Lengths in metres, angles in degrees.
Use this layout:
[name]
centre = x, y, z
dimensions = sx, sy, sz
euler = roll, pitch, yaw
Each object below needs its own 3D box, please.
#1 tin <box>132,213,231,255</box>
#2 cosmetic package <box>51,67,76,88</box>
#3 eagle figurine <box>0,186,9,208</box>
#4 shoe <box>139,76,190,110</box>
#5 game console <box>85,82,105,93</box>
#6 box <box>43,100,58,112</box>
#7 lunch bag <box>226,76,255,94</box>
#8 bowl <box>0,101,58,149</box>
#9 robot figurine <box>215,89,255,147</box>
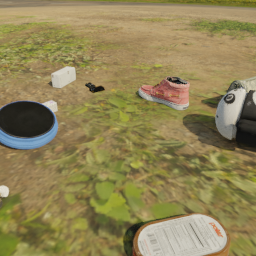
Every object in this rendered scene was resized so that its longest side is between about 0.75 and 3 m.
[tin]
centre = 1.123, 2.411, 5.856
dimensions = 2.106, 0.441, 1.179
euler = -8, 35, -14
[cosmetic package]
centre = -3.256, -2.595, 14.251
dimensions = 0.516, 0.708, 1.393
euler = 11, 32, 19
[eagle figurine]
centre = -3.383, 1.783, 6.815
dimensions = 0.658, 0.655, 0.868
euler = 15, 21, 6
[shoe]
centre = 1.554, -1.744, 12.270
dimensions = 2.609, 1.187, 0.932
euler = 26, 39, 37
[game console]
centre = -1.692, -2.028, 13.838
dimensions = 0.676, 0.138, 1.146
euler = -19, 36, -30
[box]
centre = -3.711, -0.576, 11.042
dimensions = 0.382, 0.409, 1.973
euler = 24, 39, 35
[lunch bag]
centre = 4.850, -1.377, 11.391
dimensions = 1.697, 1.424, 1.183
euler = -16, 33, -26
[bowl]
centre = -3.522, -0.187, 9.707
dimensions = 2.142, 0.420, 2.142
euler = 10, 41, -9
[robot figurine]
centre = 4.356, -0.280, 9.033
dimensions = 2.925, 2.198, 1.825
euler = 16, 76, 24
